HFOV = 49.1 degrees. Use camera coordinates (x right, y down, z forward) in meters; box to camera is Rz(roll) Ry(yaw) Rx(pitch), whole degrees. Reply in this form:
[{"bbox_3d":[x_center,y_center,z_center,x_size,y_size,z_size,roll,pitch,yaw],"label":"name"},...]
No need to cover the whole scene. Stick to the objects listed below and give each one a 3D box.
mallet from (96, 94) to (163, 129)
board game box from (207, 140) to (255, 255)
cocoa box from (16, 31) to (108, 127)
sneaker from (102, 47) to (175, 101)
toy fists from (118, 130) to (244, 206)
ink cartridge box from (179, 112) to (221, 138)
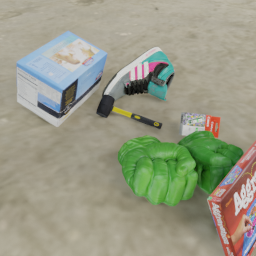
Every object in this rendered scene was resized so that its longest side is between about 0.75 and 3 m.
[{"bbox_3d":[-0.008,-0.303,8.245,2.021,0.416,0.666,28,83,15],"label":"mallet"},{"bbox_3d":[2.555,1.169,5.517,2.886,1.486,0.281,-34,20,-37],"label":"board game box"},{"bbox_3d":[-1.962,-1.551,8.483,1.584,1.558,2.374,31,47,7],"label":"cocoa box"},{"bbox_3d":[0.539,-1.327,8.966,2.534,1.059,1.530,-40,71,-7],"label":"sneaker"},{"bbox_3d":[1.289,0.795,6.137,2.966,1.020,1.512,-4,39,-27],"label":"toy fists"},{"bbox_3d":[1.969,-0.060,7.496,1.129,0.615,0.284,6,2,-7],"label":"ink cartridge box"}]
